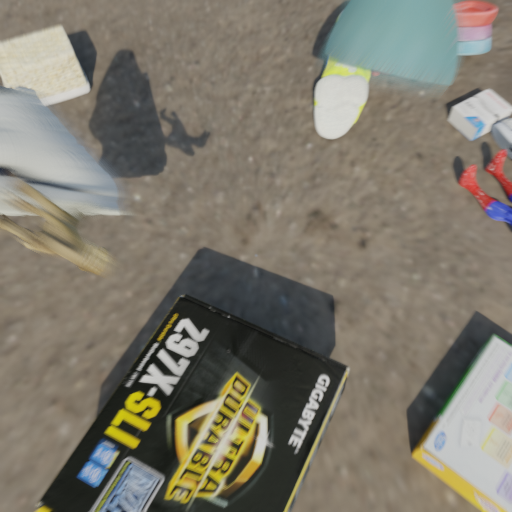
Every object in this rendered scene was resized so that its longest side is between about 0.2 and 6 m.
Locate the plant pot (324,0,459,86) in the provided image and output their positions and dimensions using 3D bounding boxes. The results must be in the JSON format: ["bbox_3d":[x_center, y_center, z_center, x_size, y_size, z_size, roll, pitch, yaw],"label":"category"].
[{"bbox_3d":[1.973,-3.182,7.665,1.829,1.232,1.829,11,25,-5],"label":"plant pot"}]

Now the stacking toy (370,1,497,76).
[{"bbox_3d":[3.125,-4.330,10.958,2.559,1.081,2.316,-7,33,-7],"label":"stacking toy"}]

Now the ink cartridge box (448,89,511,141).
[{"bbox_3d":[3.961,-2.497,9.910,0.854,0.360,0.617,-28,63,-16],"label":"ink cartridge box"}]

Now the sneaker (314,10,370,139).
[{"bbox_3d":[1.587,-3.163,10.106,0.888,1.232,2.346,16,90,2],"label":"sneaker"}]

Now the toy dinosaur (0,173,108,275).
[{"bbox_3d":[-1.653,-0.211,4.589,0.525,0.912,1.804,-56,27,4],"label":"toy dinosaur"}]

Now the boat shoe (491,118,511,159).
[{"bbox_3d":[4.672,-1.717,9.279,0.708,0.613,1.660,-27,54,4],"label":"boat shoe"}]

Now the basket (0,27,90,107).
[{"bbox_3d":[-3.912,-3.372,10.125,1.447,0.893,0.981,-23,61,-12],"label":"basket"}]

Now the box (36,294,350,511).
[{"bbox_3d":[-0.557,2.058,6.194,2.287,0.707,2.865,22,57,18],"label":"box"}]

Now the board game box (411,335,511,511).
[{"bbox_3d":[3.515,2.475,6.849,2.526,0.509,1.932,36,66,19],"label":"board game box"}]

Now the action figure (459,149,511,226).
[{"bbox_3d":[4.391,-0.309,8.426,1.005,0.794,3.072,-25,65,-17],"label":"action figure"}]

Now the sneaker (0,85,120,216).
[{"bbox_3d":[-2.409,-1.100,5.993,1.226,3.209,1.292,-5,85,12],"label":"sneaker"}]
